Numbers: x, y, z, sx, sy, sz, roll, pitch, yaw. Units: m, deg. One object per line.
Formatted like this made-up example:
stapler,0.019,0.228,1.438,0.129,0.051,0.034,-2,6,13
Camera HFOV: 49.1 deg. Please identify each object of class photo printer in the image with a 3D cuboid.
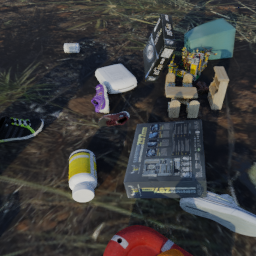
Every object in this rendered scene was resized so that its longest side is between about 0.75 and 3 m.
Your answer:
photo printer,-0.512,-2.230,12.830,1.449,0.605,1.741,-19,45,-22

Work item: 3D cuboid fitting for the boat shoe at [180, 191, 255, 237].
boat shoe,2.602,2.139,7.629,2.291,0.843,0.765,18,49,21

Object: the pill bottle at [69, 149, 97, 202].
pill bottle,-1.362,1.437,8.471,0.833,0.833,1.498,-6,41,-6

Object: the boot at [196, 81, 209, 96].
boot,3.202,-1.820,12.639,0.833,0.287,0.893,-7,38,-6

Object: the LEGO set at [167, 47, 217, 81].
LEGO set,3.050,-3.421,13.631,1.784,1.344,2.320,30,49,30

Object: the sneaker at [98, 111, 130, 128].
sneaker,-0.522,-0.257,10.021,1.203,0.455,0.695,-20,17,3

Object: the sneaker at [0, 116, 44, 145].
sneaker,-4.131,-0.018,10.073,2.181,0.903,0.782,-18,44,-19

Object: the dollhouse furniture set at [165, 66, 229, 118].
dollhouse furniture set,2.721,-1.630,11.475,2.295,1.494,2.109,2,41,2

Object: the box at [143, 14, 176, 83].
box,1.274,-3.318,11.884,0.492,2.262,1.812,6,62,-15

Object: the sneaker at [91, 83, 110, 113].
sneaker,-1.195,-1.278,11.663,0.709,0.686,1.700,-4,42,-10

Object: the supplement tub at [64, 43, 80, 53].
supplement tub,-3.082,-4.396,15.390,0.776,0.512,0.512,2,41,1

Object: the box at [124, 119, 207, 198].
box,1.223,0.867,8.739,2.265,0.733,2.872,-4,35,14

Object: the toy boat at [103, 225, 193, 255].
toy boat,0.771,3.094,5.767,2.874,1.879,1.876,26,47,27

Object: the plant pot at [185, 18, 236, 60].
plant pot,4.226,-4.570,14.881,2.235,1.578,1.579,-13,42,-2
